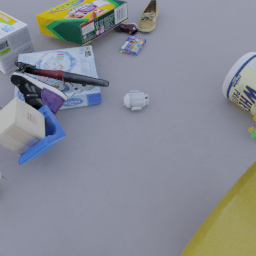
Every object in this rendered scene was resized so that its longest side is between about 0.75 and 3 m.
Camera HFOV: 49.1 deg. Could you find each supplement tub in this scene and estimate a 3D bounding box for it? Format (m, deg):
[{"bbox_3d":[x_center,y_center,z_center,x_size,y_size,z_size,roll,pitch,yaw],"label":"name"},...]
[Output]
[{"bbox_3d":[4.085,-1.056,8.153,1.581,1.581,2.181,-32,56,-25],"label":"supplement tub"}]

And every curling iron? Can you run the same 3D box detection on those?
[{"bbox_3d":[-2.036,-1.545,8.437,2.965,0.379,0.735,13,11,1],"label":"curling iron"}]

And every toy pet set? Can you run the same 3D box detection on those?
[{"bbox_3d":[-3.137,0.408,7.384,2.664,1.515,2.853,-35,45,17],"label":"toy pet set"}]

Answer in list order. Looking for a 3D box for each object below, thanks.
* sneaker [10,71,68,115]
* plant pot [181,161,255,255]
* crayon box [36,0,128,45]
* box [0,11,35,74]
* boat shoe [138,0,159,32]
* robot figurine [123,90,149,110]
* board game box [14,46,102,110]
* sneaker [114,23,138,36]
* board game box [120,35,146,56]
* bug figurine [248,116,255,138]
[{"bbox_3d":[-2.740,-0.936,7.929,1.995,0.756,0.874,23,77,25],"label":"sneaker"},{"bbox_3d":[2.388,2.393,4.601,2.429,2.754,2.754,-32,55,-12],"label":"plant pot"},{"bbox_3d":[-1.776,-4.424,11.181,2.389,0.807,2.768,24,50,28],"label":"crayon box"},{"bbox_3d":[-4.886,-3.343,10.311,2.616,1.326,1.472,31,56,24],"label":"box"},{"bbox_3d":[0.885,-4.867,12.085,0.775,0.663,2.116,9,50,8],"label":"boat shoe"},{"bbox_3d":[0.235,-0.868,8.731,0.827,0.467,0.701,-5,63,-4],"label":"robot figurine"},{"bbox_3d":[-2.340,-1.686,9.370,2.600,0.567,2.612,-8,49,-7],"label":"board game box"},{"bbox_3d":[-0.052,-4.057,11.582,1.018,0.385,0.588,-11,53,-11],"label":"sneaker"},{"bbox_3d":[0.204,-3.240,10.989,0.706,0.180,1.042,19,51,15],"label":"board game box"},{"bbox_3d":[3.814,0.107,7.620,1.054,0.817,0.271,29,48,5],"label":"bug figurine"}]
